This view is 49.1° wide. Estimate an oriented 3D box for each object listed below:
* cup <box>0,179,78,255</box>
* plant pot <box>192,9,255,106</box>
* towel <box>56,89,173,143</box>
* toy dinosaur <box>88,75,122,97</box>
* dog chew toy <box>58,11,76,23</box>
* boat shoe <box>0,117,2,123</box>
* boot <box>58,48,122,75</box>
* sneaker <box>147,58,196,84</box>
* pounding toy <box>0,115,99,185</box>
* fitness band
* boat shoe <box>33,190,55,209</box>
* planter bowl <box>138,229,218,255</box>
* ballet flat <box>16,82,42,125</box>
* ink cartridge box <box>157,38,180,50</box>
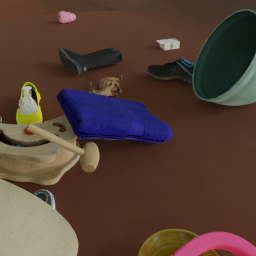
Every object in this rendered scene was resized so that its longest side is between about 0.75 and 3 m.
[{"bbox_3d":[-2.188,2.077,3.037,2.903,2.903,2.076,3,43,4],"label":"cup"},{"bbox_3d":[3.739,-1.939,8.931,1.951,2.911,2.911,18,30,-20],"label":"plant pot"},{"bbox_3d":[-0.381,-0.254,7.367,2.684,0.665,1.982,8,23,-33],"label":"towel"},{"bbox_3d":[-0.838,-1.474,9.815,1.100,0.697,1.623,6,30,19],"label":"toy dinosaur"},{"bbox_3d":[-3.799,-6.943,17.542,1.124,0.700,0.700,-14,37,-34],"label":"dog chew toy"},{"bbox_3d":[-4.044,-0.310,8.355,0.469,0.398,1.289,-20,40,-25],"label":"boat shoe"},{"bbox_3d":[-1.603,-3.088,11.960,2.202,0.723,1.815,-27,54,-27],"label":"boot"},{"bbox_3d":[1.800,-2.303,10.754,2.153,0.882,0.788,8,35,12],"label":"sneaker"},{"bbox_3d":[-2.052,0.140,6.579,2.986,1.713,1.707,6,36,3],"label":"pounding toy"},{"bbox_3d":[1.175,2.528,3.806,2.508,0.469,1.801,-24,61,-34],"label":"fitness band"},{"bbox_3d":[-1.917,1.714,5.199,0.701,0.648,1.898,10,30,10],"label":"boat shoe"},{"bbox_3d":[0.798,2.346,4.472,1.334,0.556,1.334,0,36,0],"label":"planter bowl"},{"bbox_3d":[-3.083,-0.736,8.652,0.751,0.754,2.249,-8,36,-12],"label":"ballet flat"},{"bbox_3d":[1.949,-4.111,13.774,1.009,0.342,0.581,-11,37,-15],"label":"ink cartridge box"}]
